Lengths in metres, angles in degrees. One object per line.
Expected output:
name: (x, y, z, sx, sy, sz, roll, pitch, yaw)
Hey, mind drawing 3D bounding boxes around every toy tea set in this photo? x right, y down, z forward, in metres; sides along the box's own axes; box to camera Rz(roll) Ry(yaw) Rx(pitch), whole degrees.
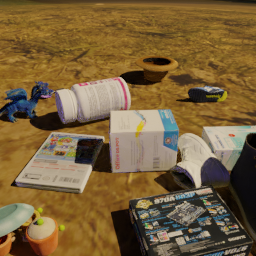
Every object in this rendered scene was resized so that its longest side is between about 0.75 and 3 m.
toy tea set: (-2.324, 2.238, 5.341, 1.283, 0.798, 2.158, 21, 36, 32)

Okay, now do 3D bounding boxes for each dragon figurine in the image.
dragon figurine: (-4.119, -0.986, 10.373, 2.718, 1.351, 0.800, -9, 31, -15)

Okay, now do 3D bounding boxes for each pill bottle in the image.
pill bottle: (-1.294, -0.996, 10.304, 2.489, 1.411, 1.411, -14, 33, -23)

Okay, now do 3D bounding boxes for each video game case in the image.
video game case: (-1.853, 0.901, 8.238, 1.801, 0.227, 2.516, 4, 30, 8)

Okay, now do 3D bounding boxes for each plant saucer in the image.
plant saucer: (-2.659, 1.919, 6.020, 1.228, 0.236, 1.228, -16, 13, 4)

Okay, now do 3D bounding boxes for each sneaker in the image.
sneaker: (3.102, 1.399, 6.021, 1.102, 1.566, 2.948, -5, 30, -9)
sneaker: (3.333, -1.473, 12.012, 1.664, 0.615, 0.684, 4, 29, -8)
sneaker: (1.636, 0.881, 7.710, 1.245, 0.794, 2.155, -8, 32, -20)

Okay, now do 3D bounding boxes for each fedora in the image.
fedora: (1.419, -2.980, 14.231, 2.317, 0.945, 2.317, -1, 30, 0)

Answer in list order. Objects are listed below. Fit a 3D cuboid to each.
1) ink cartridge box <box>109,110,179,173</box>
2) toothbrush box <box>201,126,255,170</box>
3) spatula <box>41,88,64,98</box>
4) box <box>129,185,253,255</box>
ink cartridge box: (0.388, 0.340, 8.073, 1.839, 1.354, 1.330, -1, 30, -3)
toothbrush box: (3.208, 0.568, 8.273, 1.797, 0.766, 1.316, -2, 30, 0)
spatula: (-3.375, -1.587, 12.631, 0.391, 0.142, 1.384, 19, 35, 27)
box: (1.213, 2.080, 5.926, 2.103, 0.484, 1.672, -7, 31, -12)
